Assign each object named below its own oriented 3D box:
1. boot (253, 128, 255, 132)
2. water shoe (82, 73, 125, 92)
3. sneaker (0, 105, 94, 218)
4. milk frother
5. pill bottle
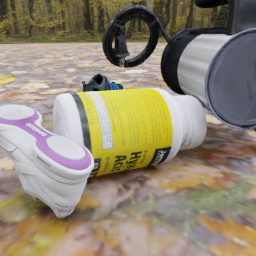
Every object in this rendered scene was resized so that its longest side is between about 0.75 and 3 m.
[{"bbox_3d":[2.907,-0.435,5.824,0.470,1.245,1.422,17,38,-33],"label":"boot"},{"bbox_3d":[-0.658,-1.247,8.328,0.731,0.806,2.043,-4,17,22],"label":"water shoe"},{"bbox_3d":[-1.426,0.387,3.933,2.196,1.094,0.822,32,28,34],"label":"sneaker"},{"bbox_3d":[1.154,-1.399,5.729,2.917,2.632,2.743,-20,21,-3],"label":"milk frother"},{"bbox_3d":[0.064,0.013,4.981,2.540,1.413,1.413,-8,21,-23],"label":"pill bottle"}]
